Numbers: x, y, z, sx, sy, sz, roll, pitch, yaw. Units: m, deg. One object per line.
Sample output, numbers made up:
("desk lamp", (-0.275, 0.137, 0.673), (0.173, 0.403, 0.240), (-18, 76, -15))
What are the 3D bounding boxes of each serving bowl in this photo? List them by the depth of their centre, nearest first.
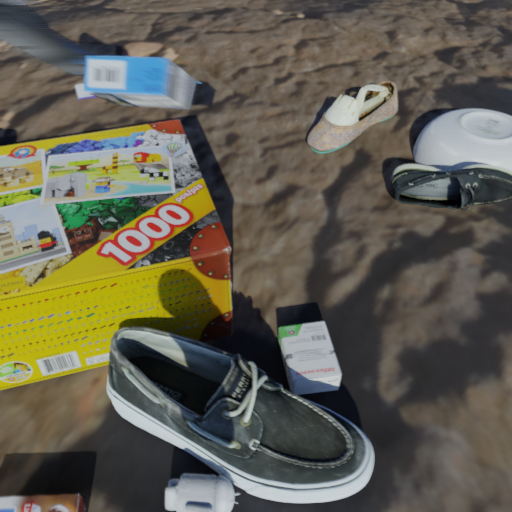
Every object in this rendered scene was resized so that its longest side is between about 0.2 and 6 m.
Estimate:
("serving bowl", (4.087, -2.031, 10.105), (2.332, 0.767, 2.332), (0, 43, 0))

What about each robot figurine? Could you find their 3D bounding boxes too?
("robot figurine", (-0.539, 2.426, 5.645), (0.733, 0.414, 0.622), (2, 10, 2))

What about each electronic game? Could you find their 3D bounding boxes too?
("electronic game", (-3.266, -3.197, 7.565), (2.545, 0.530, 2.545), (29, 12, -7))

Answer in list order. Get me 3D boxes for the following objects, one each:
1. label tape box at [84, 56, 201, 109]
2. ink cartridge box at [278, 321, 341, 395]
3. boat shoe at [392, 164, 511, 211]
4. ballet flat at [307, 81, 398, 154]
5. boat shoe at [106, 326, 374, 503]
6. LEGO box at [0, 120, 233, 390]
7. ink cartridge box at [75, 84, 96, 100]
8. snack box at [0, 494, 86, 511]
("label tape box", (-1.259, -1.960, 6.521), (0.938, 0.412, 1.301), (6, 6, 10))
("ink cartridge box", (0.644, 1.262, 6.921), (0.609, 0.351, 0.834), (-6, 44, -6))
("boat shoe", (3.222, -1.049, 9.072), (2.044, 0.764, 0.678), (10, 46, 12))
("ballet flat", (1.895, -2.818, 10.883), (0.826, 0.816, 2.425), (36, 54, 28))
("boat shoe", (-0.294, 1.639, 5.959), (3.160, 1.121, 1.139), (14, 45, 15))
("LEGO box", (-2.667, -0.101, 7.435), (4.154, 1.603, 3.094), (-12, 45, -13))
("ink cartridge box", (-3.548, -3.570, 12.167), (0.686, 0.150, 0.693), (-14, 43, -14))
("snack box", (-2.179, 3.473, 4.580), (1.044, 0.353, 2.905), (-2, 43, -2))
